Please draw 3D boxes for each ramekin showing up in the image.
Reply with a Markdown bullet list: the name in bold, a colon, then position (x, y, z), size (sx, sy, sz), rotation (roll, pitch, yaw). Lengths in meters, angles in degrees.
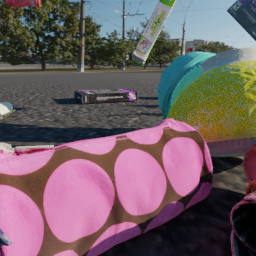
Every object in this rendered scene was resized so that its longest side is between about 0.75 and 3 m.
- **ramekin**: position (2.081, 0.001, 5.197), size (1.919, 1.007, 1.919), rotation (-1, -8, 0)

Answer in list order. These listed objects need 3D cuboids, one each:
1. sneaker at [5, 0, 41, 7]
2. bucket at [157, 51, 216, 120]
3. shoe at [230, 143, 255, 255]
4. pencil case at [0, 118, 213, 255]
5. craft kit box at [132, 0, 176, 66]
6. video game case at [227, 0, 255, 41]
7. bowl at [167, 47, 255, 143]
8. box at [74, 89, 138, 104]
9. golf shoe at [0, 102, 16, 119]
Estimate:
- **sneaker**: position (-1.093, -1.556, 2.556), size (0.387, 0.891, 0.329), rotation (-16, 25, -9)
- **bucket**: position (1.883, -0.777, 7.117), size (2.304, 2.304, 1.499), rotation (-1, 19, -3)
- **shoe**: position (1.628, 0.766, 2.961), size (1.296, 1.018, 2.849), rotation (4, 17, -5)
- **pencil case**: position (-0.225, 0.593, 3.046), size (2.777, 1.301, 1.260), rotation (-10, 1, -42)
- **craft kit box**: position (0.866, -3.382, 9.820), size (0.565, 2.300, 2.329), rotation (30, 8, -3)
- **video game case**: position (3.814, -3.324, 7.186), size (2.022, 1.445, 0.192), rotation (-44, -18, 30)
- **bowl**: position (2.041, -0.504, 5.144), size (2.925, 1.574, 2.925), rotation (-5, -8, -1)
- **box**: position (-1.160, -1.634, 14.173), size (2.789, 0.503, 1.994), rotation (-4, 13, -20)
- **golf shoe**: position (-4.988, -0.752, 9.287), size (2.475, 1.090, 0.955), rotation (-11, 16, -43)
